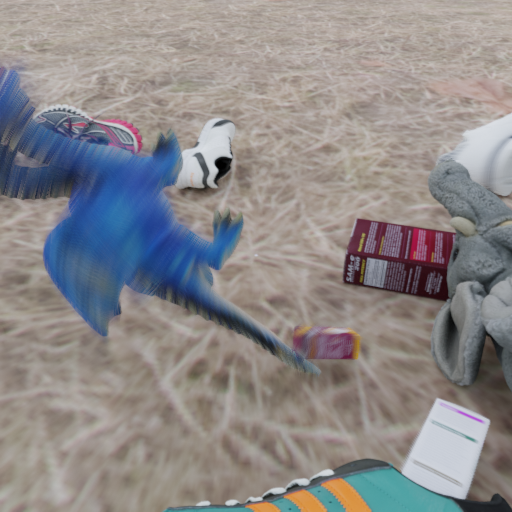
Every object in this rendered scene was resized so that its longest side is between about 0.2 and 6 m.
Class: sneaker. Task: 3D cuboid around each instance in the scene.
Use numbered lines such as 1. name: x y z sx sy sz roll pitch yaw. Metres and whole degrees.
1. sneaker: -0.771 -1.930 10.845 0.896 0.825 2.239 11 43 15
2. sneaker: 0.456 2.271 4.225 3.399 1.213 1.358 7 28 2
3. sneaker: 4.755 -2.232 10.994 1.296 1.230 3.220 14 33 38
4. sneaker: -3.592 -2.444 11.410 2.426 0.978 0.906 10 37 14

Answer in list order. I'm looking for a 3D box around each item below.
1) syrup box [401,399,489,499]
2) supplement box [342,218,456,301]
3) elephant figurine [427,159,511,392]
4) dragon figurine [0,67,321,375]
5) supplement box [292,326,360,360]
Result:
1. syrup box: 1.663 1.988 5.107 0.542 0.524 1.331 20 38 27
2. supplement box: 2.255 0.059 7.977 1.879 0.572 1.023 11 36 14
3. elephant figurine: 2.956 0.476 6.190 2.283 2.503 3.227 31 1 -14
4. dragon figurine: -1.254 -0.063 5.435 2.023 1.197 4.068 -29 83 -45
5. supplement box: 0.794 0.992 6.408 0.682 0.292 0.377 3 5 -9
